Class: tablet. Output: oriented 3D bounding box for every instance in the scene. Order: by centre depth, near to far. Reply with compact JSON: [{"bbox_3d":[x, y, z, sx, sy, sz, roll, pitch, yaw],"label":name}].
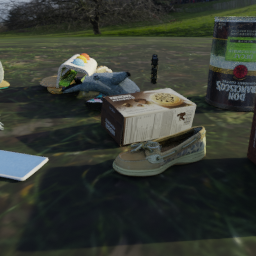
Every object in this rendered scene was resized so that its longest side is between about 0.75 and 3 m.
[{"bbox_3d":[-2.597,0.776,6.040,1.465,0.100,0.953,7,23,15],"label":"tablet"}]

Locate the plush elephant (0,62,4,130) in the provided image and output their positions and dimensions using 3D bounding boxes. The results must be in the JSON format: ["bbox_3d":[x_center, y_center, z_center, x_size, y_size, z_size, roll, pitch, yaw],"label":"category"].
[{"bbox_3d":[-4.749,-1.096,8.022,2.709,2.097,2.231,12,25,27],"label":"plush elephant"}]

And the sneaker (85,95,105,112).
[{"bbox_3d":[-0.848,-0.824,9.618,1.129,0.472,0.682,14,35,35],"label":"sneaker"}]

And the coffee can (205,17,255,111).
[{"bbox_3d":[4.009,-2.341,9.927,2.192,2.995,2.192,0,22,0],"label":"coffee can"}]

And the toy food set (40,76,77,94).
[{"bbox_3d":[-2.965,-1.981,12.500,1.827,0.445,1.809,20,29,41],"label":"toy food set"}]

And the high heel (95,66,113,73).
[{"bbox_3d":[-1.589,-2.820,14.098,1.435,0.719,2.013,18,11,24],"label":"high heel"}]

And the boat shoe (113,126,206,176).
[{"bbox_3d":[0.710,0.448,6.020,2.256,0.707,0.827,-12,25,-28],"label":"boat shoe"}]

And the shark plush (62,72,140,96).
[{"bbox_3d":[-0.970,-1.396,10.099,2.828,1.178,1.285,-3,10,-9],"label":"shark plush"}]

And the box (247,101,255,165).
[{"bbox_3d":[3.750,0.141,5.058,1.965,1.985,2.393,-3,22,-6],"label":"box"}]

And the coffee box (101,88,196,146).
[{"bbox_3d":[0.523,-0.360,7.596,2.220,0.886,1.255,-10,33,-26],"label":"coffee box"}]

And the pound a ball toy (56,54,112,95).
[{"bbox_3d":[-1.668,-2.361,11.838,1.944,1.267,2.982,15,22,-5],"label":"pound a ball toy"}]

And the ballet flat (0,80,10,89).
[{"bbox_3d":[-6.491,-2.054,12.292,2.333,0.735,0.801,-7,23,-17],"label":"ballet flat"}]

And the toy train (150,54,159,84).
[{"bbox_3d":[1.055,-2.319,11.203,0.297,1.742,0.399,2,64,5],"label":"toy train"}]
